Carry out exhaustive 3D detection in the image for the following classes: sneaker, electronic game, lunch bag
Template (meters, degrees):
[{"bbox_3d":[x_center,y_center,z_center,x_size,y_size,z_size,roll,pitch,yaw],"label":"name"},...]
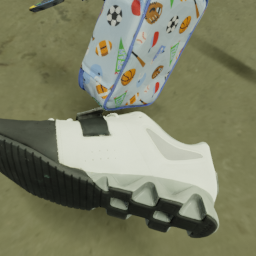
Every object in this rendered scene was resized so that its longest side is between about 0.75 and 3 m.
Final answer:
[{"bbox_3d":[-0.344,0.298,3.488,2.941,1.090,1.302,17,52,-2],"label":"sneaker"},{"bbox_3d":[-1.952,-3.036,6.794,0.947,0.197,0.947,-15,30,9],"label":"electronic game"},{"bbox_3d":[0.298,-1.572,5.424,1.027,2.717,2.177,42,31,22],"label":"lunch bag"}]

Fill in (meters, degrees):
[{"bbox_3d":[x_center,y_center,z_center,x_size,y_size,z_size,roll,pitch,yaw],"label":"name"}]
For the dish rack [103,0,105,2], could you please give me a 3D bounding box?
[{"bbox_3d":[-0.455,-4.850,8.454,0.487,1.369,1.785,4,72,-24],"label":"dish rack"}]
